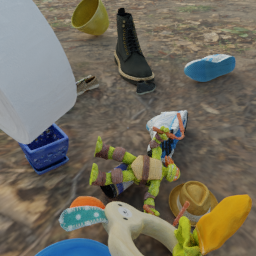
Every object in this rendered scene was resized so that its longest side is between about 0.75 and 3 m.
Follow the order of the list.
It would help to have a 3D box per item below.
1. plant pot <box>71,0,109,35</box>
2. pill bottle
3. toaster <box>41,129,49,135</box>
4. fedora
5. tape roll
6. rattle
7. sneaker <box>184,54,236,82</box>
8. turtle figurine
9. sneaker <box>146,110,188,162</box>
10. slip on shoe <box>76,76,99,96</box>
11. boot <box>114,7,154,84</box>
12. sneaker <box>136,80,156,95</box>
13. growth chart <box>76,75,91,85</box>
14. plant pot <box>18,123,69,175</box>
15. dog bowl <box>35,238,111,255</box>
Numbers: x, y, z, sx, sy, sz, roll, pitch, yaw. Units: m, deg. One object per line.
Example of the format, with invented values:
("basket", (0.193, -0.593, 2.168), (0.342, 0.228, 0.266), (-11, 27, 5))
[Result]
("plant pot", (-1.696, -5.370, 13.880), (1.850, 1.314, 1.850), (-16, 61, 31))
("pill bottle", (-0.136, 1.059, 6.008), (0.504, 0.504, 0.901), (30, 46, 34))
("toaster", (-2.593, -0.088, 7.599), (0.798, 0.474, 0.722), (24, 42, 29))
("fedora", (1.334, 1.409, 5.587), (1.089, 0.444, 1.089), (0, 37, 0))
("tape roll", (-1.716, -0.886, 3.437), (2.294, 2.294, 0.802), (28, 61, 33))
("rattle", (0.257, 1.274, 4.347), (2.444, 1.746, 1.591), (34, 34, 23))
("sneaker", (2.920, -2.244, 10.392), (2.112, 0.808, 0.853), (-14, 24, -22))
("turtle figurine", (0.270, 0.712, 5.710), (1.930, 0.771, 2.393), (11, 73, -6))
("sneaker", (0.819, 0.152, 7.152), (0.923, 0.799, 2.130), (10, 29, 24))
("slip on shoe", (-1.532, -1.437, 9.528), (1.207, 0.366, 0.459), (-24, 42, -29))
("boot", (0.100, -3.044, 10.322), (1.132, 2.022, 2.923), (-15, 39, -19))
("sneaker", (0.644, -1.456, 9.483), (0.850, 0.451, 0.318), (-28, 45, -33))
("growth chart", (-1.695, -1.534, 9.538), (0.678, 0.083, 0.936), (-24, 11, 41))
("plant pot", (-1.944, 0.483, 6.514), (0.930, 0.836, 0.930), (-25, 43, -29))
("dog bowl", (-0.692, 2.811, 3.471), (1.546, 0.687, 2.773), (-5, 36, -7))
